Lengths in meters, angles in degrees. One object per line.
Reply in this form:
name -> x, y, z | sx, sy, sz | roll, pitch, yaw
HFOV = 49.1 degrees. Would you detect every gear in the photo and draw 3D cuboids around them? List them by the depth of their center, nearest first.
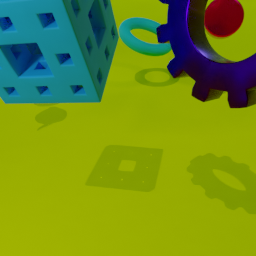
gear -> 1.130, -1.188, 2.897 | 0.354, 1.912, 1.912 | -15, 32, -41

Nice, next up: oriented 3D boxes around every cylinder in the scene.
cylinder -> 3.185, -3.666, 9.439 | 1.236, 1.236, 1.236 | 8, 16, 13

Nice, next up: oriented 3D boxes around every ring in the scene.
ring -> 0.678, -3.329, 10.149 | 2.072, 0.414, 2.072 | 9, 48, -11

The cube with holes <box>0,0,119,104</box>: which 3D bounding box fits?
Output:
cube with holes -> -1.028, -1.283, 3.540 | 1.378, 1.378, 1.378 | 1, 52, 13
